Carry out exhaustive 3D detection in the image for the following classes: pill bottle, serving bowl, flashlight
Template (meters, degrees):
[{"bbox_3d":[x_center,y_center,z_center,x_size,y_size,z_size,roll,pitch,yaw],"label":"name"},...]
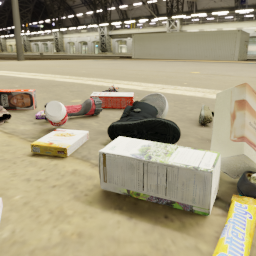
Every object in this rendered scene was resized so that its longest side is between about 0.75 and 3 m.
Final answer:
[{"bbox_3d":[-2.520,-0.503,9.834,0.707,0.707,1.260,-3,-13,-8],"label":"pill bottle"},{"bbox_3d":[0.894,-0.571,10.413,1.451,1.451,0.477,18,-17,45],"label":"serving bowl"},{"bbox_3d":[-2.227,-0.838,11.534,2.317,0.784,0.787,-6,-19,-32],"label":"flashlight"}]

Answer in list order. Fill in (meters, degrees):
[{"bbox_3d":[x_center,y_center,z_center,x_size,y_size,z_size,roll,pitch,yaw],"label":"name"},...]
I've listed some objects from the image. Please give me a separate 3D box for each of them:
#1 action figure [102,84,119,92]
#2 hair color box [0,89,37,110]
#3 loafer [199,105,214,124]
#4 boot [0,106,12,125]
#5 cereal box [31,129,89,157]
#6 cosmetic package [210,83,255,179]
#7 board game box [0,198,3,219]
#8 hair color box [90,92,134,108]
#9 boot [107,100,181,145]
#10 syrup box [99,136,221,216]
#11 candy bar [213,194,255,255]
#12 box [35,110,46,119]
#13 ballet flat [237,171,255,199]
[{"bbox_3d":[-1.079,-2.442,17.341,1.037,0.543,1.004,1,9,6],"label":"action figure"},{"bbox_3d":[-5.237,-1.329,13.095,1.764,0.895,0.540,-1,17,-3],"label":"hair color box"},{"bbox_3d":[3.132,-0.490,11.127,0.539,0.582,1.549,14,26,11],"label":"loafer"},{"bbox_3d":[-5.505,-0.394,10.618,1.404,0.674,1.920,16,30,20],"label":"boot"},{"bbox_3d":[-2.001,0.405,8.474,1.143,0.314,1.589,4,18,13],"label":"cereal box"},{"bbox_3d":[2.562,0.059,6.426,1.000,1.934,0.844,34,-35,-29],"label":"cosmetic package"},{"bbox_3d":[-2.747,1.613,4.738,1.067,0.231,1.062,-6,18,-17],"label":"board game box"},{"bbox_3d":[-0.746,-1.365,13.653,2.044,0.626,1.037,2,18,3],"label":"hair color box"},{"bbox_3d":[0.700,-0.257,9.247,2.378,0.908,1.998,0,26,22],"label":"boot"},{"bbox_3d":[0.621,0.899,5.799,2.343,0.954,0.922,7,20,25],"label":"syrup box"},{"bbox_3d":[1.769,1.686,4.498,0.568,0.253,2.279,9,19,28],"label":"candy bar"},{"bbox_3d":[-3.503,-0.575,11.877,0.597,0.171,0.873,0,17,-1],"label":"box"},{"bbox_3d":[3.086,1.217,5.303,1.941,0.709,0.709,11,20,31],"label":"ballet flat"}]
